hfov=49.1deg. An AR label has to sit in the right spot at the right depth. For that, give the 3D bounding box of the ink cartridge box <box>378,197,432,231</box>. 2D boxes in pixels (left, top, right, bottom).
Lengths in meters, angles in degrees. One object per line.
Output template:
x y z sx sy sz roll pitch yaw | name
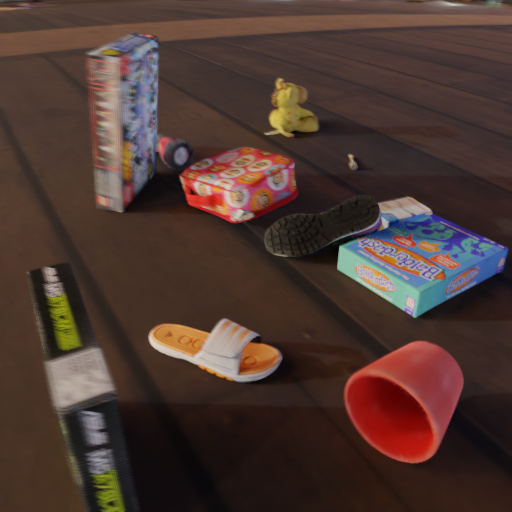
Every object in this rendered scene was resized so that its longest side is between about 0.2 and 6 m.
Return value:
3.093 -0.833 12.196 1.131 0.473 0.820 -13 34 -20 | ink cartridge box

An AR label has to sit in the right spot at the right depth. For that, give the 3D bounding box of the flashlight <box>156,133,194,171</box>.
-2.755 -3.012 15.542 2.456 0.835 0.832 24 73 41 | flashlight

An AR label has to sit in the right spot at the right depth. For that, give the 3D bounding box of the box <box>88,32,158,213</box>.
-2.989 -3.106 12.981 0.702 3.518 2.408 11 33 6 | box

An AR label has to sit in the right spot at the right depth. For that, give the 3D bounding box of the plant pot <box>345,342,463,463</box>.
1.981 1.761 7.192 1.290 1.290 1.141 25 40 35 | plant pot

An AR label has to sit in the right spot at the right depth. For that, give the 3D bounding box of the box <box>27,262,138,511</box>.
-1.921 1.675 6.263 0.589 2.393 2.478 -16 34 -19 | box

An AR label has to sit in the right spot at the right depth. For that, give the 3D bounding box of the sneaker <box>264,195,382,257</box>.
1.390 -0.395 11.331 2.385 1.044 0.903 -15 68 13 | sneaker

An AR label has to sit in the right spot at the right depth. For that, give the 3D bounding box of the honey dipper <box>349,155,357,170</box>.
2.651 -2.599 15.415 0.181 0.181 0.951 3 28 5 | honey dipper

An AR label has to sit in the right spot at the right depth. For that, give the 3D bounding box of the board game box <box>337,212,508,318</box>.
3.143 0.056 10.642 2.555 0.575 1.943 -21 37 -31 | board game box

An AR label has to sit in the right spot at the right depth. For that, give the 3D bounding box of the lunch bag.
-0.531 -1.609 12.658 2.197 1.022 2.495 -29 33 -28 | lunch bag

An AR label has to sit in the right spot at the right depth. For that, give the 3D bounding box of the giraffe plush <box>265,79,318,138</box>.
1.037 -4.715 17.544 1.622 1.525 1.880 27 41 37 | giraffe plush

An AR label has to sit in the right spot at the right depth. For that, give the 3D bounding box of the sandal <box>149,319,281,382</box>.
-0.694 1.300 8.560 2.171 0.622 0.832 11 33 18 | sandal
